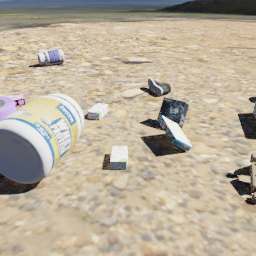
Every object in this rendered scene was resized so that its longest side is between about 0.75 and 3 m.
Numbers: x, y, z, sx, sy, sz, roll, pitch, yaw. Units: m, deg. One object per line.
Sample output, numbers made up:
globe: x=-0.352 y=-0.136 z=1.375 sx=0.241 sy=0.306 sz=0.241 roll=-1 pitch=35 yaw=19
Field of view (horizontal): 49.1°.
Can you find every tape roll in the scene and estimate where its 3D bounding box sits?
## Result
tape roll: x=-5.435 y=-0.618 z=10.967 sx=1.944 sy=0.638 sz=1.944 roll=0 pitch=29 yaw=0

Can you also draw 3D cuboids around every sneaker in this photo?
sneaker: x=1.567 y=-2.057 z=13.817 sx=0.751 sy=0.536 sz=1.515 roll=-11 pitch=35 yaw=-23

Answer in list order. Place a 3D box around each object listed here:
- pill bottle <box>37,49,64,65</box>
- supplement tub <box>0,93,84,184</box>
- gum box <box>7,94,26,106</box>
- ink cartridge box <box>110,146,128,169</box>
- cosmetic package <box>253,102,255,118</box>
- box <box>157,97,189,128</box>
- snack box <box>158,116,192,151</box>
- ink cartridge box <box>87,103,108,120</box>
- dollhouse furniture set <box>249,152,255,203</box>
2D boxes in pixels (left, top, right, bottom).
pill bottle: x=-4.933 y=-4.503 z=17.911 sx=1.521 sy=0.911 sz=0.911 roll=-16 pitch=32 yaw=-27
supplement tub: x=-2.535 y=0.169 z=8.182 sx=1.876 sy=1.876 sz=2.593 roll=8 pitch=29 yaw=14
gum box: x=-5.072 y=-1.183 z=12.346 sx=0.972 sy=0.322 sz=0.552 roll=-12 pitch=31 yaw=-22
ink cartridge box: x=-0.263 y=0.886 z=8.524 sx=0.507 sy=0.291 sz=0.865 roll=1 pitch=28 yaw=2
cosmetic package: x=5.493 y=-0.432 z=10.486 sx=1.084 sy=0.761 sz=2.136 roll=5 pitch=29 yaw=10
box: x=1.686 y=-0.584 z=10.482 sx=0.895 sy=0.910 sz=0.534 roll=16 pitch=-2 yaw=28
snack box: x=1.542 y=0.161 z=9.304 sx=0.777 sy=0.248 sz=1.338 roll=26 pitch=24 yaw=-30
ink cartridge box: x=-1.197 y=-0.686 z=11.428 sx=0.546 sy=0.314 sz=0.932 roll=11 pitch=30 yaw=19
dollhouse furniture set: x=4.076 y=1.422 z=7.560 sx=1.533 sy=0.878 sz=1.798 roll=7 pitch=53 yaw=14
